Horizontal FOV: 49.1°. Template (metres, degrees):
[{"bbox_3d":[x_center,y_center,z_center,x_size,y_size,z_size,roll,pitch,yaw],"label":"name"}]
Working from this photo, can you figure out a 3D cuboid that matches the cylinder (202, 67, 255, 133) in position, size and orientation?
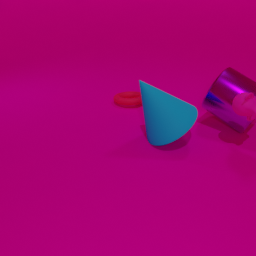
[{"bbox_3d":[2.991,-0.772,7.768,1.354,1.354,1.354,38,42,20],"label":"cylinder"}]

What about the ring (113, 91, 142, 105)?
[{"bbox_3d":[0.077,-1.043,9.734,1.169,0.234,1.169,-2,21,1],"label":"ring"}]

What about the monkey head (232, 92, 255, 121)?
[{"bbox_3d":[2.863,-0.596,6.534,0.798,0.668,1.109,-41,-7,3],"label":"monkey head"}]

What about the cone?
[{"bbox_3d":[0.710,-0.617,7.046,1.514,1.520,1.514,-31,26,17],"label":"cone"}]
